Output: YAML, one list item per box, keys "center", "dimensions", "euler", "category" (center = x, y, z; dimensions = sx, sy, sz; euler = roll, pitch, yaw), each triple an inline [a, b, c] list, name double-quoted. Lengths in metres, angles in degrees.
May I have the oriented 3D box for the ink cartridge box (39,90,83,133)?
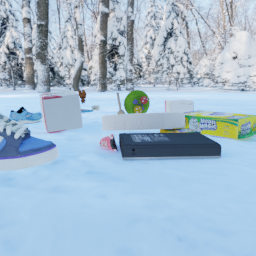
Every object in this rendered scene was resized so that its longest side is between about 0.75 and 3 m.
- center: [-2.534, -0.670, 10.417]
  dimensions: [1.271, 1.265, 1.749]
  euler: [-10, 15, -20]
  category: "ink cartridge box"

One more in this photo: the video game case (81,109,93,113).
- center: [-2.877, -1.046, 16.951]
  dimensions: [1.286, 0.114, 0.920]
  euler: [7, 11, 39]
  category: "video game case"

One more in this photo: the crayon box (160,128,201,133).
- center: [1.469, 0.217, 8.473]
  dimensions: [1.208, 0.312, 0.760]
  euler: [-3, 9, -13]
  category: "crayon box"

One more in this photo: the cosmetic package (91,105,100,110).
- center: [-2.075, -1.297, 17.966]
  dimensions: [0.401, 0.283, 0.775]
  euler: [1, 8, 5]
  category: "cosmetic package"

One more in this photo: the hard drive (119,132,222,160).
- center: [0.948, 0.411, 7.044]
  dimensions: [2.278, 0.375, 1.590]
  euler: [-1, 9, -5]
  category: "hard drive"

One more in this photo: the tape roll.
- center: [0.491, -0.207, 9.257]
  dimensions: [2.779, 0.508, 2.779]
  euler: [-2, 0, 0]
  category: "tape roll"

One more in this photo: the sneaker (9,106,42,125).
- center: [-4.345, -0.567, 12.020]
  dimensions: [0.633, 0.727, 1.615]
  euler: [5, 10, 29]
  category: "sneaker"

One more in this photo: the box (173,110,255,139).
- center: [3.188, -0.152, 9.650]
  dimensions: [1.702, 0.702, 2.900]
  euler: [-9, 14, -41]
  category: "box"

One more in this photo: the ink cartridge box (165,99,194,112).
- center: [2.851, -1.212, 15.813]
  dimensions: [1.280, 0.735, 1.763]
  euler: [-2, 7, -2]
  category: "ink cartridge box"

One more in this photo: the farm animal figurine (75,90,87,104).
- center: [-3.439, -1.289, 15.697]
  dimensions: [2.350, 1.181, 1.897]
  euler: [-19, 6, -43]
  category: "farm animal figurine"

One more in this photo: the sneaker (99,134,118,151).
- center: [-0.534, 0.430, 7.344]
  dimensions: [0.441, 0.374, 1.016]
  euler: [-15, 7, -5]
  category: "sneaker"

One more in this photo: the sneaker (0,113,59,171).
- center: [-2.876, -0.216, 5.850]
  dimensions: [2.720, 1.991, 1.096]
  euler: [0, 9, -2]
  category: "sneaker"

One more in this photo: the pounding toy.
- center: [0.376, -1.148, 13.835]
  dimensions: [1.781, 1.375, 0.827]
  euler: [-6, 14, -18]
  category: "pounding toy"
